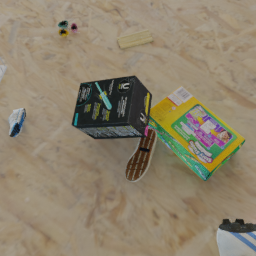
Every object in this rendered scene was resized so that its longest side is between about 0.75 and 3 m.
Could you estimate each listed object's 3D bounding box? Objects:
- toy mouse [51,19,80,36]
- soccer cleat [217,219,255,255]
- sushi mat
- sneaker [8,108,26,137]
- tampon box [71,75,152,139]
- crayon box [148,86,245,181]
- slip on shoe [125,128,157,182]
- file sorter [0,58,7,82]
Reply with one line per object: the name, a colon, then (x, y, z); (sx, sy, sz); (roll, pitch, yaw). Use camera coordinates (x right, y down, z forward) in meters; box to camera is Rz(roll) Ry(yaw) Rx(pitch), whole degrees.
toy mouse: (-2.556, -4.316, 12.023); (1.207, 0.234, 1.073); (11, 62, 5)
soccer cleat: (3.835, 3.161, 7.574); (2.963, 1.035, 1.279); (2, 85, -3)
sushi mat: (0.306, -3.732, 11.785); (1.491, 0.090, 0.713); (-18, 61, -9)
sneaker: (-3.927, -0.176, 9.664); (0.509, 0.440, 1.175); (0, 52, 7)
tampon box: (-0.461, -0.570, 8.765); (2.037, 1.286, 1.527); (-2, 68, 29)
crayon box: (2.103, 0.111, 9.216); (1.689, 0.828, 2.844); (-37, 67, -19)
slip on shoe: (0.444, 0.873, 8.776); (0.674, 0.537, 1.773); (16, 76, 16)
file sorter: (-5.254, -2.140, 10.542); (0.802, 0.720, 1.156); (8, 61, 4)
